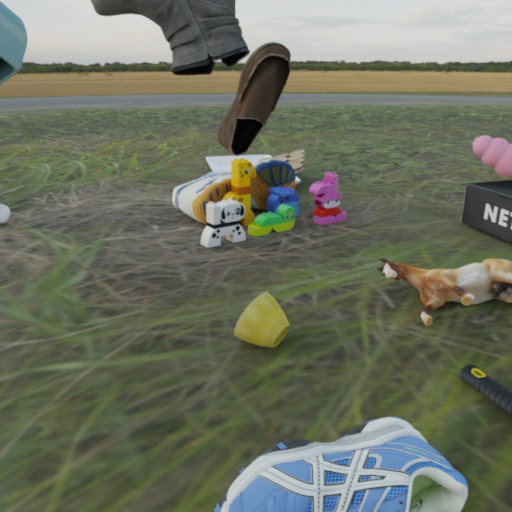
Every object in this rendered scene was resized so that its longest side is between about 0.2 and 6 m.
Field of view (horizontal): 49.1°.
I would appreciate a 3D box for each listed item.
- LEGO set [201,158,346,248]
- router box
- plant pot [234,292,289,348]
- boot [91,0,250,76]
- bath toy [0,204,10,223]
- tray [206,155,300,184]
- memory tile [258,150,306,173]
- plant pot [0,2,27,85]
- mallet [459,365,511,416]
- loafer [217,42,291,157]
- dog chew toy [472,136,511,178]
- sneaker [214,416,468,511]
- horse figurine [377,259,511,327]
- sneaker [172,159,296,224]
[{"bbox_3d":[0.170,-1.251,11.253,3.334,1.368,1.272,-13,23,-32],"label":"LEGO set"},{"bbox_3d":[6.035,-0.642,10.209,2.700,0.924,3.620,-7,21,-18],"label":"router box"},{"bbox_3d":[0.122,0.840,6.770,0.465,0.656,0.656,36,34,20],"label":"plant pot"},{"bbox_3d":[-1.276,-3.306,8.041,2.226,1.465,0.777,-6,8,14],"label":"boot"},{"bbox_3d":[-5.712,-0.796,11.358,1.357,0.590,0.501,-8,-17,-20],"label":"bath toy"},{"bbox_3d":[-0.212,-2.249,15.378,2.006,0.414,3.737,-5,21,-10],"label":"tray"},{"bbox_3d":[0.645,-2.485,15.336,1.438,0.158,1.876,-11,23,13],"label":"memory tile"},{"bbox_3d":[-4.108,-3.312,8.486,1.042,1.039,1.061,-14,52,36],"label":"plant pot"},{"bbox_3d":[2.551,1.605,4.934,0.806,0.504,2.447,-13,18,-22],"label":"mallet"},{"bbox_3d":[0.043,-2.926,10.924,0.891,2.440,0.866,7,42,-26],"label":"loafer"},{"bbox_3d":[3.678,-1.545,8.493,0.826,0.514,0.514,32,28,9],"label":"dog chew toy"},{"bbox_3d":[0.603,1.735,3.935,2.073,0.785,0.799,-14,20,-29],"label":"sneaker"},{"bbox_3d":[3.078,0.412,7.687,2.547,0.636,1.688,-6,14,5],"label":"horse figurine"},{"bbox_3d":[-0.455,-1.573,12.452,3.078,1.159,1.357,-18,27,-41],"label":"sneaker"}]
